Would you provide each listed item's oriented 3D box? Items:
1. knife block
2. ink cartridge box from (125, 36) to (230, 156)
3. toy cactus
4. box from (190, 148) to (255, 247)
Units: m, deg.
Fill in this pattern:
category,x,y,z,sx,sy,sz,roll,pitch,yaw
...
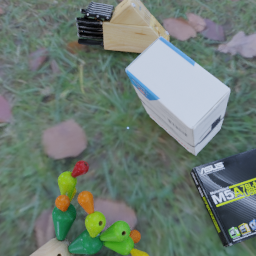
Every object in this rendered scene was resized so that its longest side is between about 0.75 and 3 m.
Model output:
category,x,y,z,sx,sy,sz,roll,pitch,yaw
knife block,-0.278,-2.745,8.358,2.185,2.489,0.796,-28,36,35
ink cartridge box,1.103,-0.526,6.000,0.996,2.378,1.725,-45,69,-2
toy cactus,-0.907,2.104,5.262,2.160,1.338,2.617,-28,94,16
box,2.542,1.438,6.128,1.795,0.427,1.734,-15,63,-9
